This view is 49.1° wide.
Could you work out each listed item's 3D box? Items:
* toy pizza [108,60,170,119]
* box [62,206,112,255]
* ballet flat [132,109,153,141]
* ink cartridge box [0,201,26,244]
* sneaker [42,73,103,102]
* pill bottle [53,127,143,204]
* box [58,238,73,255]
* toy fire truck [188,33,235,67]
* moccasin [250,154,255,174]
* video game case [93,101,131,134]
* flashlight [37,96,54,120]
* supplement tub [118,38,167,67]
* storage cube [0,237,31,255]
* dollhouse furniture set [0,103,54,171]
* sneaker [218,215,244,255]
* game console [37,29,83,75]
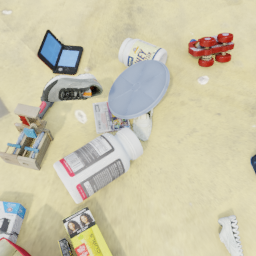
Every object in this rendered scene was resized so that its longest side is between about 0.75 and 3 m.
[{"bbox_3d":[0.441,-1.579,11.610,2.929,0.464,2.929,-20,51,26],"label":"toy pizza"},{"bbox_3d":[-1.094,3.862,8.744,0.986,0.656,2.619,-25,60,-15],"label":"box"},{"bbox_3d":[0.637,-0.595,11.589,0.827,0.827,2.304,5,58,3],"label":"ballet flat"},{"bbox_3d":[-4.216,3.285,9.097,1.197,0.691,1.650,5,57,4],"label":"ink cartridge box"},{"bbox_3d":[-1.903,-1.356,9.880,2.354,0.870,0.933,-20,50,-38],"label":"sneaker"},{"bbox_3d":[-0.966,1.191,9.896,2.926,1.620,1.620,-31,62,-18],"label":"pill bottle"},{"bbox_3d":[-1.809,4.003,8.532,0.270,0.874,1.095,-19,60,-12],"label":"box"},{"bbox_3d":[3.935,-3.972,13.645,2.239,1.256,1.881,-14,34,-10],"label":"toy fire truck"},{"bbox_3d":[4.998,1.693,10.206,0.669,0.567,1.663,-18,59,-12],"label":"moccasin"},{"bbox_3d":[-0.719,-0.515,11.875,1.408,0.178,1.546,-9,56,-6],"label":"video game case"},{"bbox_3d":[-3.760,-0.720,11.738,0.641,0.639,1.886,16,60,8],"label":"flashlight"},{"bbox_3d":[0.676,-3.258,12.924,1.928,1.398,1.398,26,61,17],"label":"supplement tub"},{"bbox_3d":[-3.236,4.380,7.759,1.967,1.768,1.681,32,63,20],"label":"storage cube"},{"bbox_3d":[-3.873,0.315,10.185,1.467,2.094,1.476,11,58,7],"label":"dollhouse furniture set"},{"bbox_3d":[3.302,3.665,8.992,0.663,0.614,1.635,-9,55,14],"label":"sneaker"},{"bbox_3d":[-3.149,-3.619,13.305,1.659,1.142,1.925,5,58,4],"label":"game console"}]
